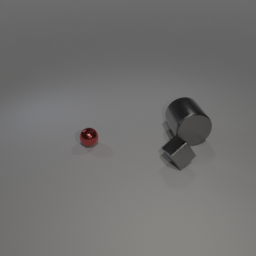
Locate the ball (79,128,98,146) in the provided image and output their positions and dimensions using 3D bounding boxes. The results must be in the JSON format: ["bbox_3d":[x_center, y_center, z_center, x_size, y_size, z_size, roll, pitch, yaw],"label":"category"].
[{"bbox_3d":[-1.450,0.332,10.414,0.700,0.700,0.700,0,32,0],"label":"ball"}]

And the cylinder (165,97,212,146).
[{"bbox_3d":[2.276,-0.265,10.711,1.400,1.400,1.400,-5,33,-8],"label":"cylinder"}]

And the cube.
[{"bbox_3d":[1.679,0.794,9.311,0.700,0.700,0.700,-41,29,-4],"label":"cube"}]
